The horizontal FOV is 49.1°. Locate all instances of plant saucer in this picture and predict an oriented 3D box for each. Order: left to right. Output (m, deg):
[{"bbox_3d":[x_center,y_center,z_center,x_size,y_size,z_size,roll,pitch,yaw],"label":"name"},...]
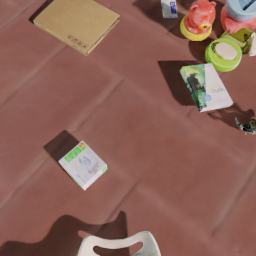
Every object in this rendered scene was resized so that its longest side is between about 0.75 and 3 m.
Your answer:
[{"bbox_3d":[3.906,-3.255,9.836,1.003,0.240,1.001,37,71,15],"label":"plant saucer"}]

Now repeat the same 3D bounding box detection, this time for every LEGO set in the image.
[{"bbox_3d":[3.942,0.032,8.020,1.134,0.495,1.746,-24,28,-21],"label":"LEGO set"}]

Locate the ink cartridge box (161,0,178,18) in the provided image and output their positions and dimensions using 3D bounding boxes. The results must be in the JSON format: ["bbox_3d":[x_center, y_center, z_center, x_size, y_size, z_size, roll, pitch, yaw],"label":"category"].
[{"bbox_3d":[1.533,-4.384,10.358,0.510,0.201,1.026,-1,65,-1],"label":"ink cartridge box"}]

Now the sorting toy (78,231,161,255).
[{"bbox_3d":[-0.162,3.640,6.285,2.737,1.462,2.463,-4,59,-1],"label":"sorting toy"}]

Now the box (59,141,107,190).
[{"bbox_3d":[-1.244,1.045,7.816,0.892,0.489,1.011,-41,73,-18],"label":"box"}]

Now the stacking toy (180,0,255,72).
[{"bbox_3d":[3.412,-3.365,9.148,2.751,1.162,2.491,-23,75,-7],"label":"stacking toy"}]

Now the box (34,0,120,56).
[{"bbox_3d":[-1.825,-3.887,10.077,2.448,0.260,2.001,33,72,14],"label":"box"}]

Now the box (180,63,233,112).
[{"bbox_3d":[2.440,-1.298,8.781,1.139,0.287,1.578,-11,65,-21],"label":"box"}]
